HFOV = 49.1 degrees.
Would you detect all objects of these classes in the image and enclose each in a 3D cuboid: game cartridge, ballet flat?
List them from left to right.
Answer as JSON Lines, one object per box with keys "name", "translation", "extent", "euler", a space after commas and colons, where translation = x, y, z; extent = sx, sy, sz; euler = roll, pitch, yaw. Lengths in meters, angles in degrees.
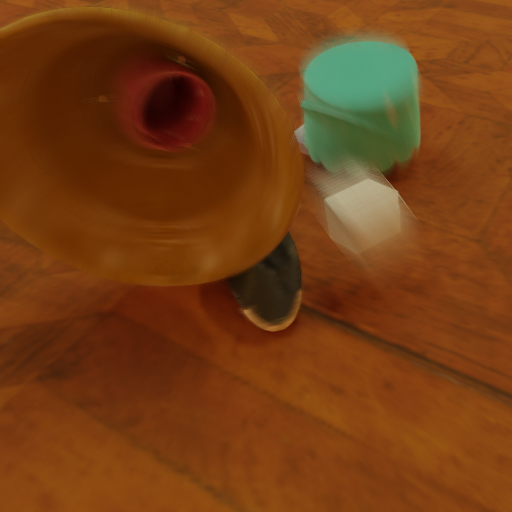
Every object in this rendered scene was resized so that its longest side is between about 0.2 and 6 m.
{"name": "ballet flat", "translation": [-0.094, -0.185, 7.958], "extent": [1.031, 0.881, 3.101], "euler": [-13, 50, -11]}
{"name": "game cartridge", "translation": [1.281, -2.095, 10.366], "extent": [1.305, 0.264, 0.870], "euler": [23, 50, 24]}

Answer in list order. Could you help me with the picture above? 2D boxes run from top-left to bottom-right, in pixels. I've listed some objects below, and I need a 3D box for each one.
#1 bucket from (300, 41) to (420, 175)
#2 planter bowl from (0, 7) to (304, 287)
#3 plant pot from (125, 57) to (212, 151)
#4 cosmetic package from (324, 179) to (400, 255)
{"name": "bucket", "translation": [1.749, -2.525, 9.456], "extent": [2.106, 1.371, 2.106], "euler": [-6, 50, 8]}
{"name": "planter bowl", "translation": [-1.279, -1.366, 6.434], "extent": [3.669, 3.669, 1.528], "euler": [3, 49, 3]}
{"name": "plant pot", "translation": [-1.024, -1.721, 6.064], "extent": [0.901, 0.901, 0.807], "euler": [-18, 46, -19]}
{"name": "cosmetic package", "translation": [1.337, -0.505, 7.027], "extent": [0.720, 0.594, 0.594], "euler": [-26, 34, -20]}
